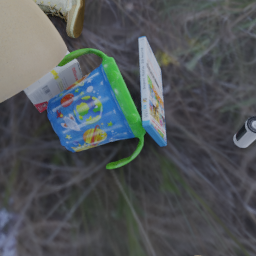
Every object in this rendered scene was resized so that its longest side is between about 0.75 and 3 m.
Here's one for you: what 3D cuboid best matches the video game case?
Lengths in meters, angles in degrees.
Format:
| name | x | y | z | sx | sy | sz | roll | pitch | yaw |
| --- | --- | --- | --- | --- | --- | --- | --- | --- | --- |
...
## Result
| name | x | y | z | sx | sy | sz | roll | pitch | yaw |
| --- | --- | --- | --- | --- | --- | --- | --- | --- | --- |
| video game case | 0.600 | -0.816 | 6.708 | 0.196 | 1.575 | 2.201 | -9 | 68 | 17 |

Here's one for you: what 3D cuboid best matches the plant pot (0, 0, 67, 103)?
| name | x | y | z | sx | sy | sz | roll | pitch | yaw |
| --- | --- | --- | --- | --- | --- | --- | --- | --- | --- |
| plant pot | -2.801 | -1.646 | 4.660 | 2.979 | 2.000 | 2.979 | -16 | 32 | 10 |

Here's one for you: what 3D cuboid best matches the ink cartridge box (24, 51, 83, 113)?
| name | x | y | z | sx | sy | sz | roll | pitch | yaw |
| --- | --- | --- | --- | --- | --- | --- | --- | --- | --- |
| ink cartridge box | -1.919 | -1.193 | 7.114 | 1.440 | 1.045 | 0.601 | -37 | 73 | -13 |

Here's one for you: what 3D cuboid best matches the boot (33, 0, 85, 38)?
| name | x | y | z | sx | sy | sz | roll | pitch | yaw |
| --- | --- | --- | --- | --- | --- | --- | --- | --- | --- |
| boot | -2.048 | -3.404 | 8.145 | 1.478 | 0.689 | 1.911 | 1 | 64 | 0 |

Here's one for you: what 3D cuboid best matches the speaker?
| name | x | y | z | sx | sy | sz | roll | pitch | yaw |
| --- | --- | --- | --- | --- | --- | --- | --- | --- | --- |
| speaker | 2.850 | 0.118 | 6.611 | 0.431 | 1.061 | 0.431 | -1 | 69 | 4 |

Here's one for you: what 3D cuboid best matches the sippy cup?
| name | x | y | z | sx | sy | sz | roll | pitch | yaw |
| --- | --- | --- | --- | --- | --- | --- | --- | --- | --- |
| sippy cup | -0.774 | -0.379 | 6.475 | 1.825 | 1.956 | 2.490 | -25 | 60 | 3 |
